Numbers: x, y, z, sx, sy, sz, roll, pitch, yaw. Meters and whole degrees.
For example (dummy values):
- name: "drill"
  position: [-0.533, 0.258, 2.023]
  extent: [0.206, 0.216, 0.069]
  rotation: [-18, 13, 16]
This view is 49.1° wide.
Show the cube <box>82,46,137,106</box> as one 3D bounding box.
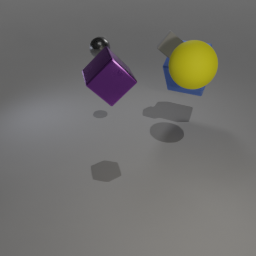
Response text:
- name: "cube"
  position: [-0.368, -0.994, 5.391]
  extent: [0.700, 0.700, 0.700]
  rotation: [-42, 35, 14]

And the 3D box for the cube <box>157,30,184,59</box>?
- name: "cube"
  position: [1.464, -2.804, 9.503]
  extent: [0.700, 0.700, 0.700]
  rotation: [37, 21, -11]

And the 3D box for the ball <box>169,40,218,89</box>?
- name: "ball"
  position: [1.894, -1.837, 8.185]
  extent: [1.400, 1.400, 1.400]
  rotation: [0, 31, 0]

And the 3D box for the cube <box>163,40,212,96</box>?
- name: "cube"
  position: [2.282, -2.265, 10.577]
  extent: [1.400, 1.400, 1.400]
  rotation: [15, 65, 24]

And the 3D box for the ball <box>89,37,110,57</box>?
- name: "ball"
  position: [-0.945, -2.687, 9.390]
  extent: [0.700, 0.700, 0.700]
  rotation: [0, 31, 0]
